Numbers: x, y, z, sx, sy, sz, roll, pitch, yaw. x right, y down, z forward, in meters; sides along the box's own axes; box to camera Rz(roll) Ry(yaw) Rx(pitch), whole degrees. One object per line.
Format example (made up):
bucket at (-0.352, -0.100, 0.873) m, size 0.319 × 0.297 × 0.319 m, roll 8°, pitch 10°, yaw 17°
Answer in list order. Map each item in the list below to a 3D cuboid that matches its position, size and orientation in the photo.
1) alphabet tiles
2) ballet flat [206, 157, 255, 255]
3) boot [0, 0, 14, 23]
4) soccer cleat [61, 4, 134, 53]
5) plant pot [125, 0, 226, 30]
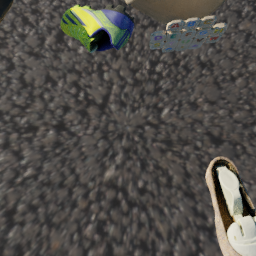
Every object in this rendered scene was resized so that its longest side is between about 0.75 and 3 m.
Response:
alphabet tiles at (1.214, -1.882, 5.830) m, size 1.520 × 1.487 × 0.111 m, roll -6°, pitch 84°, yaw 1°
ballet flat at (1.592, 1.285, 4.114) m, size 0.686 × 0.678 × 2.016 m, roll -13°, pitch 50°, yaw 0°
boot at (-2.667, -2.455, 5.538) m, size 0.887 × 0.909 × 2.409 m, roll 8°, pitch 54°, yaw -14°
soccer cleat at (-0.799, -1.979, 5.718) m, size 2.132 × 0.689 × 0.892 m, roll 17°, pitch 81°, yaw 41°
plant pot at (1.414, -3.739, 6.593) m, size 2.022 × 1.793 × 2.025 m, roll 14°, pitch 84°, yaw -33°
